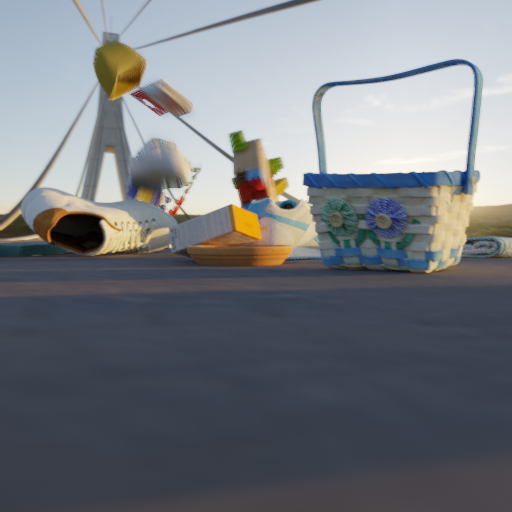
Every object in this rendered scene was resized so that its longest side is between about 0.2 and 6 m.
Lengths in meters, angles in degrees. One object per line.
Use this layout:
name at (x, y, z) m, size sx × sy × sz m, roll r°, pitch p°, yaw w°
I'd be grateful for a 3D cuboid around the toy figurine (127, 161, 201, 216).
toy figurine at (-2.464, -1.652, 13.559) m, size 1.260 × 2.103 × 1.109 m, roll 32°, pitch -4°, yaw -36°

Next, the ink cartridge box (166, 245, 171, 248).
ink cartridge box at (-3.170, -0.468, 17.336) m, size 1.123 × 0.475 × 0.812 m, roll -2°, pitch 2°, yaw -2°

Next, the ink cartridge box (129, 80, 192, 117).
ink cartridge box at (-1.672, -2.651, 9.687) m, size 0.908 × 0.228 × 0.736 m, roll -9°, pitch -27°, yaw 39°

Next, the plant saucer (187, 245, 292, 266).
plant saucer at (-0.226, -0.013, 7.847) m, size 1.473 × 0.276 × 1.473 m, roll -1°, pitch 3°, yaw 0°

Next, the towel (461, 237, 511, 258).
towel at (4.324, -0.178, 10.606) m, size 1.426 × 0.401 × 1.666 m, roll -2°, pitch 3°, yaw -31°

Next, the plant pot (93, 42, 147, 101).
plant pot at (-2.813, -3.799, 11.240) m, size 0.793 × 0.816 × 0.798 m, roll -40°, pitch -3°, yaw -33°

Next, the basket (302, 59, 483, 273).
basket at (1.553, -0.949, 6.366) m, size 1.975 × 2.239 × 1.558 m, roll 1°, pitch 3°, yaw 41°

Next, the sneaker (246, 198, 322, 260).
sneaker at (0.818, -0.456, 9.714) m, size 0.972 × 1.026 × 2.540 m, roll 0°, pitch 1°, yaw 39°

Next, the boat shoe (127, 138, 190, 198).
boat shoe at (-2.127, -1.999, 11.794) m, size 1.137 × 1.032 × 3.092 m, roll 17°, pitch -9°, yaw -25°

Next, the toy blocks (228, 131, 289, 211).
toy blocks at (0.049, -1.276, 12.505) m, size 1.277 × 1.747 × 2.556 m, roll -10°, pitch -40°, yaw 10°

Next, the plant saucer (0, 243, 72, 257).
plant saucer at (-4.649, -0.146, 11.854) m, size 0.975 × 0.264 × 2.788 m, roll 0°, pitch 1°, yaw 8°

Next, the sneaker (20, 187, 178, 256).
sneaker at (-2.870, -0.395, 11.247) m, size 3.366 × 1.226 × 1.425 m, roll 6°, pitch 28°, yaw -42°

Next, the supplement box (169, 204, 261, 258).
supplement box at (-0.639, -0.350, 8.648) m, size 1.206 × 0.444 × 0.760 m, roll -18°, pitch -18°, yaw 26°
